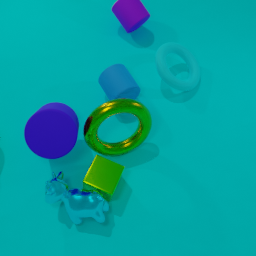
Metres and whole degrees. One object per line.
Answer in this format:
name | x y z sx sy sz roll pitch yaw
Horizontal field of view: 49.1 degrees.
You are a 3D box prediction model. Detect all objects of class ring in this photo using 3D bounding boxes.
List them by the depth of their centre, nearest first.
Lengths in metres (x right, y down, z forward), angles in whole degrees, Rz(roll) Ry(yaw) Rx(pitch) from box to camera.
ring | -0.229 0.016 6.738 1.700 1.700 0.340 -16 44 -9
ring | 1.468 -1.796 8.188 1.558 0.312 1.558 11 67 -26

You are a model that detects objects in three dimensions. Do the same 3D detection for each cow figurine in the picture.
cow figurine | -1.139 1.499 6.079 1.291 1.270 0.709 -9 31 22

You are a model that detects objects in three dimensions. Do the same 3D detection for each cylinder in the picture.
cylinder | -1.698 0.023 6.426 1.108 1.108 1.108 -2 103 -8
cylinder | -0.242 -1.164 7.752 0.880 0.880 0.880 -27 69 -14
cylinder | 0.094 -3.743 9.104 0.934 0.934 0.934 -38 97 -20

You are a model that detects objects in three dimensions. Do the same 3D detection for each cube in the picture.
cube | -0.578 1.179 6.547 0.728 0.728 0.728 23 62 4
